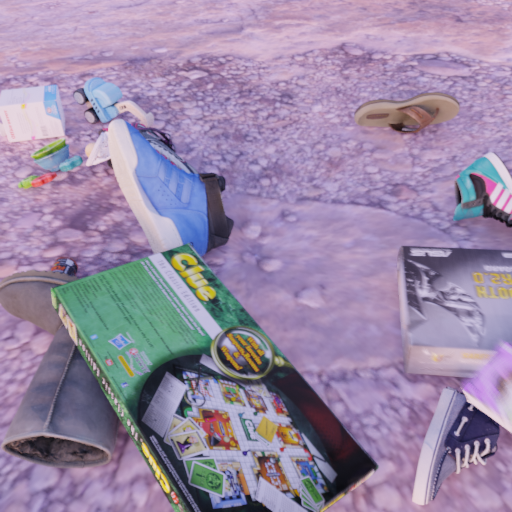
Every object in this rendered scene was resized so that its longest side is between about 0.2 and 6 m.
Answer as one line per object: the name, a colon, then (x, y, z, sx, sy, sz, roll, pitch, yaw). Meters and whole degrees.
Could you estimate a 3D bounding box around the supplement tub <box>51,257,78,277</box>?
supplement tub: (-3.342, 0.408, 9.563, 0.423, 0.423, 0.791, 1, 41, 1)

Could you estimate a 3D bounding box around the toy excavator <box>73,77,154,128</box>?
toy excavator: (-3.459, -3.704, 13.775, 1.612, 1.567, 0.805, -6, 32, 38)

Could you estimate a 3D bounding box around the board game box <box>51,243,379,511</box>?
board game box: (-0.728, 1.647, 7.503, 2.344, 0.525, 4.474, -21, 53, -31)

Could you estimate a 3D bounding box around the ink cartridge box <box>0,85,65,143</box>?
ink cartridge box: (-5.444, -3.416, 13.428, 1.490, 0.958, 0.933, -8, 42, -11)

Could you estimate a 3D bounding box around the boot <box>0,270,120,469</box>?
boot: (-2.954, 1.536, 8.010, 2.522, 1.006, 2.773, 4, 48, 4)

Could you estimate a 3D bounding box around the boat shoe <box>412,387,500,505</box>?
boat shoe: (2.583, 2.446, 7.079, 0.824, 0.663, 1.776, 14, 42, 26)

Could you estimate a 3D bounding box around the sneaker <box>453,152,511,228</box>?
sneaker: (4.435, -0.859, 10.673, 1.259, 0.872, 2.086, -26, 68, 7)

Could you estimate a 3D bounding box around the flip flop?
flip flop: (3.615, -3.315, 13.423, 2.495, 1.012, 0.718, -4, 61, -4)

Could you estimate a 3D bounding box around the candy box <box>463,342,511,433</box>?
candy box: (3.300, 1.719, 6.945, 0.883, 0.377, 1.053, -44, 42, -9)

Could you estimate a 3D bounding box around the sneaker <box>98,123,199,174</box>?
sneaker: (-2.131, -2.146, 11.833, 1.135, 1.226, 3.040, -30, 49, -32)

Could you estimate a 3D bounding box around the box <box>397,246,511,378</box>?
box: (3.700, 0.849, 8.756, 2.836, 0.686, 2.246, 3, 41, 9)

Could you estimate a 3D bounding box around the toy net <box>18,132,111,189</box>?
toy net: (-3.763, -2.065, 11.480, 2.839, 0.548, 1.489, -6, 30, 35)

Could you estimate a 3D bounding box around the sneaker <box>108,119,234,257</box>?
sneaker: (-1.515, -1.345, 10.425, 1.673, 1.154, 3.008, -22, 73, -24)
